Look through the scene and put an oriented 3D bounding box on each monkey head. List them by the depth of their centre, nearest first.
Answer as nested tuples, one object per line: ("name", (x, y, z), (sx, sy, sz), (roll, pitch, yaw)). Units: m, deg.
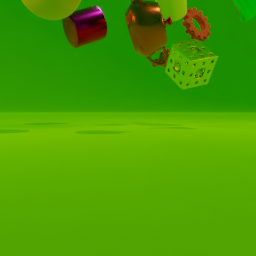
("monkey head", (1.511, -2.747, 11.652), (0.929, 1.291, 0.778), (-29, 43, -7))

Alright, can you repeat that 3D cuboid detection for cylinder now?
("cylinder", (1.378, -4.119, 9.007), (0.975, 0.975, 0.975), (1, -31, 16))
("cylinder", (-1.557, -3.645, 10.097), (1.207, 1.207, 1.207), (-27, 16, -25))

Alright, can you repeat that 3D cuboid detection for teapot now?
("teapot", (0.465, -2.212, 5.958), (0.925, 1.888, 1.174), (-15, 25, 10))

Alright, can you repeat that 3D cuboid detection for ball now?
("ball", (-1.665, -3.053, 6.006), (1.382, 1.382, 1.382), (0, 4, 0))

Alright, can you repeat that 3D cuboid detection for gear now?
("gear", (2.468, -3.709, 10.077), (1.220, 1.220, 0.226), (-2, -12, -34))

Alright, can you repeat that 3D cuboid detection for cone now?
("cone", (2.866, -3.655, 7.193), (1.279, 1.275, 1.275), (28, -4, -15))

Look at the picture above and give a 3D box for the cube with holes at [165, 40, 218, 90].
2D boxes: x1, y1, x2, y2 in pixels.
("cube with holes", (2.113, -2.160, 9.495), (1.108, 1.108, 1.108), (-15, 50, -23))
